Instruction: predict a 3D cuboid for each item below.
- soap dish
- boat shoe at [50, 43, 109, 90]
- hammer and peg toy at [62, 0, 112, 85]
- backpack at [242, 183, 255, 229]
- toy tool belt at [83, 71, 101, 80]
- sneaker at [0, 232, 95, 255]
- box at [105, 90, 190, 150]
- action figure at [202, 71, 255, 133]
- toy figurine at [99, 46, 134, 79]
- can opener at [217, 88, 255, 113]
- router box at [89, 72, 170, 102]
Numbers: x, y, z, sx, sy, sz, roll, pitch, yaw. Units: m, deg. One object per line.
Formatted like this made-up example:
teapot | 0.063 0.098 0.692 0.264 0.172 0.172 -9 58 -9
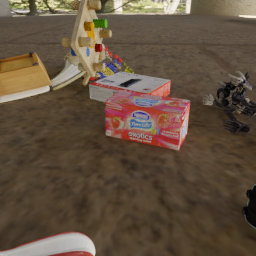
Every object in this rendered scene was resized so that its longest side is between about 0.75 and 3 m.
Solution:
soap dish | -4.157 -2.031 10.701 2.062 1.064 2.620 -16 31 -14
boat shoe | -2.120 -2.655 11.374 1.112 1.018 2.977 0 38 51
hammer and peg toy | -0.692 -1.602 5.517 0.561 1.591 1.170 4 70 13
backpack | 2.507 1.349 4.309 0.857 1.010 1.138 -18 36 -23
toy tool belt | -1.995 -3.267 12.894 1.544 1.519 2.472 -8 28 -16
sneaker | -1.444 2.099 2.746 2.809 1.101 1.623 -13 28 -22
box | 0.501 -0.261 7.449 2.083 1.038 0.994 11 29 20
action figure | 3.150 -0.988 8.502 1.257 1.464 2.463 28 32 -14
toy figurine | -0.696 -2.415 11.966 1.864 1.116 0.983 37 26 -28
can opener | 3.646 -0.930 9.353 0.663 0.535 1.687 -13 29 -25
router box | 0.092 -1.427 10.302 2.285 0.558 2.051 15 31 28
